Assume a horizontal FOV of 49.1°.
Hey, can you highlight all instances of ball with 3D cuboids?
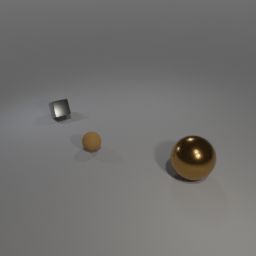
[{"bbox_3d":[-1.322,0.477,10.200,0.700,0.700,0.700,0,29,0],"label":"ball"},{"bbox_3d":[2.028,0.923,8.731,1.400,1.400,1.400,0,29,0],"label":"ball"}]

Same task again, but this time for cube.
[{"bbox_3d":[-3.024,-0.861,12.399,0.700,0.700,0.700,-17,8,-27],"label":"cube"}]
